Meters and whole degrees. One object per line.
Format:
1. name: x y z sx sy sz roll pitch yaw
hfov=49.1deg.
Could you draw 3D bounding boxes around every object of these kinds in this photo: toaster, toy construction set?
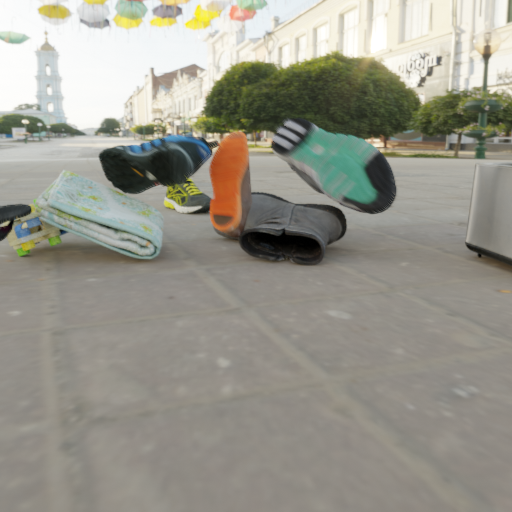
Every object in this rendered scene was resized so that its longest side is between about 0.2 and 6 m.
1. toaster: 5.508 -0.689 9.839 2.779 1.824 3.074 -1 12 -9
2. toy construction set: -3.949 -0.690 11.284 1.668 1.172 2.545 -14 -3 35

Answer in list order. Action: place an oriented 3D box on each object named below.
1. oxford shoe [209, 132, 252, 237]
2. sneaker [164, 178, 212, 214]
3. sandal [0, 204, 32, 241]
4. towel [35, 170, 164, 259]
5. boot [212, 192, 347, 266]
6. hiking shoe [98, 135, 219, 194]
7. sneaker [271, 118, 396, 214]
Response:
1. oxford shoe: -0.436 -1.354 10.699 0.741 2.078 0.757 0 -18 24
2. sneaker: -2.110 -1.856 16.786 0.898 1.021 2.412 -11 17 -37
3. sandal: -4.489 -0.384 9.032 0.700 0.446 1.863 16 34 34
4. towel: -2.869 -0.826 10.728 2.303 0.555 1.971 23 20 -15
5. boot: 0.118 -0.572 11.241 3.125 1.091 2.057 2 17 26
6. hiking shoe: -1.971 -1.809 10.946 2.612 0.972 1.132 8 31 37
7. sneaker: 1.845 -1.749 12.019 1.582 1.345 3.614 43 2 -46
